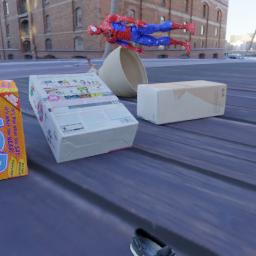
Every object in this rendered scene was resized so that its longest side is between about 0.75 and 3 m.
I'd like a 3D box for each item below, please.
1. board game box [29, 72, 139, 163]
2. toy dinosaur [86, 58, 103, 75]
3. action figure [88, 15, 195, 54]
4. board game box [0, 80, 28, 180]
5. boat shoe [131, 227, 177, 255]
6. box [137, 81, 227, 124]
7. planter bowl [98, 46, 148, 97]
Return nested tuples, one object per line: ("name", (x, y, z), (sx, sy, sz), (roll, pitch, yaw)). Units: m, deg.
("board game box", (-1.256, -0.447, 7.233), (1.943, 0.846, 2.633), (-9, 43, -30))
("toy dinosaur", (-1.663, -2.419, 14.697), (2.716, 1.841, 1.166), (25, -1, -42))
("action figure", (0.230, -1.873, 5.588), (2.099, 0.687, 0.542), (8, 50, 5))
("board game box", (-3.125, 0.004, 5.762), (1.719, 1.719, 1.720), (-7, 19, -23))
("boat shoe", (0.380, 1.497, 3.265), (0.383, 0.340, 1.025), (-9, 19, -27))
("box", (1.904, -0.977, 9.942), (2.951, 1.147, 1.401), (-9, 19, -28))
("planter bowl", (-0.378, -2.569, 13.621), (1.668, 2.479, 2.479), (-18, 7, 29))
